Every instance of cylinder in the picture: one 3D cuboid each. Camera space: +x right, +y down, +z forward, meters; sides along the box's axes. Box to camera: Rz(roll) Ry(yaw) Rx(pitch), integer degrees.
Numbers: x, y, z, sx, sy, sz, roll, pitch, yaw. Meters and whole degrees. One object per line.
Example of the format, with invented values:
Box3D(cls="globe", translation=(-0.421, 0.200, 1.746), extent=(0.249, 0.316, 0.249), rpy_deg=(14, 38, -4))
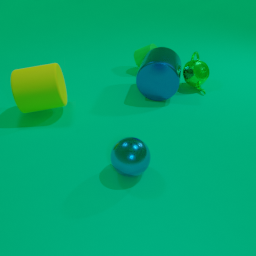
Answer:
Box3D(cls="cylinder", translation=(0.964, -1.656, 8.518), extent=(1.259, 1.259, 1.259), rpy_deg=(7, 36, 9))
Box3D(cls="cylinder", translation=(0.685, -2.534, 9.931), extent=(0.706, 0.706, 0.706), rpy_deg=(-12, 25, 35))
Box3D(cls="cylinder", translation=(-2.341, -1.063, 7.502), extent=(1.162, 1.162, 1.162), rpy_deg=(-10, 36, -2))

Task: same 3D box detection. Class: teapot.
Box3D(cls="teapot", translation=(2.212, -1.715, 8.881), extent=(0.875, 1.408, 0.689), rpy_deg=(-8, -1, -26))

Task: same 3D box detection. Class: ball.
Box3D(cls="ball", translation=(0.051, 0.591, 5.724), extent=(0.822, 0.822, 0.822), rpy_deg=(0, 35, 0))
